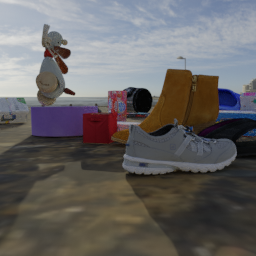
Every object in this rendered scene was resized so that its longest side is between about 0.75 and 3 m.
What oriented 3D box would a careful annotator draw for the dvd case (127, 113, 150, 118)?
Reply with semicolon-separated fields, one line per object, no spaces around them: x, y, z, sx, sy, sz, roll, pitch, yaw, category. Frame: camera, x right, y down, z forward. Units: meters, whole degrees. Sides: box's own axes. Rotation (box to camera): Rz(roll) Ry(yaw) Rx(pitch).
0.512;-0.840;18.205;2.397;0.264;1.750;-1;6;1;dvd case

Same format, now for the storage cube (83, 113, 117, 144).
-0.687;-0.013;7.095;0.701;0.737;0.820;1;5;14;storage cube

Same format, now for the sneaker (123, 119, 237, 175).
0.849;0.243;4.201;1.878;0.770;0.702;-2;6;-22;sneaker

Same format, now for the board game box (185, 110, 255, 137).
3.268;-0.241;9.609;2.503;0.700;2.451;3;6;33;board game box

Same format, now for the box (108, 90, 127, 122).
-0.543;-1.082;13.925;0.731;1.545;0.793;-3;6;-25;box

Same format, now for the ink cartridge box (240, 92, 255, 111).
5.265;-0.616;10.034;2.252;1.344;0.473;5;33;35;ink cartridge box

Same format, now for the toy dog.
-2.171;-1.896;8.917;1.195;2.481;1.636;8;1;-12;toy dog

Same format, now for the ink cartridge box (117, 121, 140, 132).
-0.116;0.056;7.983;1.008;0.433;0.738;3;6;41;ink cartridge box

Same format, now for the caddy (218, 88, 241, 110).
3.680;-0.859;11.472;1.133;1.525;2.158;2;10;-40;caddy

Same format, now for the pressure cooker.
0.428;-2.061;21.434;2.071;2.104;2.355;-1;8;-41;pressure cooker

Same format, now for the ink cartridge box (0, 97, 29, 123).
-5.697;-0.855;13.281;1.657;0.725;1.204;-3;41;-34;ink cartridge box

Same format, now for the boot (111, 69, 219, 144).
0.834;-0.471;6.472;2.459;1.760;0.865;0;5;4;boot

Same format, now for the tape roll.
-1.968;-0.258;8.798;2.050;0.871;2.050;0;5;0;tape roll

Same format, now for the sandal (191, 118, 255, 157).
1.837;0.153;5.516;2.907;0.696;1.093;0;6;4;sandal

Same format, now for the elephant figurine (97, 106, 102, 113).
-1.872;-0.602;13.573;0.916;0.835;1.180;-32;1;38;elephant figurine
